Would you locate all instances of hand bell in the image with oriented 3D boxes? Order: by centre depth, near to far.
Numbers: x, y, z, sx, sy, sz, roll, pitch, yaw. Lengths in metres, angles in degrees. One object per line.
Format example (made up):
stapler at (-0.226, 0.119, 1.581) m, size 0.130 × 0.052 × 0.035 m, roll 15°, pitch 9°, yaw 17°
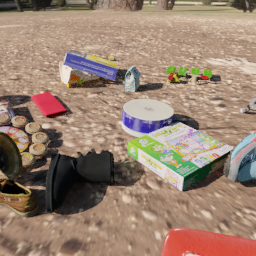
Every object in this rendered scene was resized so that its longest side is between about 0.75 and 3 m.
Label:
hand bell at (-3.587, 0.941, 6.266) m, size 2.085 × 1.086 × 1.086 m, roll -20°, pitch 27°, yaw 7°

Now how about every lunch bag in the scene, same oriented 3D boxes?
lunch bag at (0.185, -2.136, 12.036) m, size 0.586 × 0.961 × 0.818 m, roll 8°, pitch 28°, yaw 15°

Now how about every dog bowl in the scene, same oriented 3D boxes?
dog bowl at (0.621, -0.326, 8.856) m, size 1.620 × 0.638 × 1.620 m, roll 4°, pitch 28°, yaw -2°

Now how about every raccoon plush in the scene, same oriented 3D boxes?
raccoon plush at (4.520, -0.766, 9.840) m, size 0.632 × 0.456 × 0.943 m, roll 11°, pitch -14°, yaw -29°

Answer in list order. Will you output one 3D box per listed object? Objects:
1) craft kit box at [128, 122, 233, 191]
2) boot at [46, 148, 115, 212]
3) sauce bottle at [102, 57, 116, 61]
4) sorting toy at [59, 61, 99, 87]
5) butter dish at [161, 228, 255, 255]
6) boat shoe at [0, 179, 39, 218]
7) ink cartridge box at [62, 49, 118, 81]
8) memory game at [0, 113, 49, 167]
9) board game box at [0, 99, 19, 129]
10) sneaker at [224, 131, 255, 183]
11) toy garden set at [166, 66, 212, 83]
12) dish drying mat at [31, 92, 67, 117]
craft kit box at (1.377, 0.618, 7.425) m, size 2.011 × 0.488 × 1.986 m, roll -21°, pitch 32°, yaw -34°
boot at (-1.030, 1.108, 6.326) m, size 1.485 × 0.671 × 1.813 m, roll 1°, pitch 28°, yaw -8°
sauce bottle at (-1.126, -4.071, 16.439) m, size 0.787 × 0.255 × 0.255 m, roll 3°, pitch 28°, yaw 3°
sorting toy at (-2.182, -2.431, 12.836) m, size 1.528 × 0.907 × 1.698 m, roll -6°, pitch 26°, yaw -28°
butter dish at (1.250, 2.282, 3.538) m, size 1.726 × 1.280 × 1.731 m, roll 5°, pitch 70°, yaw 16°
boat shoe at (-2.563, 1.325, 5.953) m, size 1.610 × 0.547 × 0.579 m, roll 12°, pitch 30°, yaw 21°
ink cartridge box at (-1.717, -3.058, 13.294) m, size 2.443 × 0.581 × 2.472 m, roll 15°, pitch 17°, yaw -11°
memory game at (-3.328, 0.302, 7.533) m, size 2.413 × 0.154 × 2.413 m, roll 12°, pitch 33°, yaw -8°
board game box at (-4.530, -0.275, 9.120) m, size 1.555 × 0.397 × 2.295 m, roll -14°, pitch 31°, yaw -25°
sneaker at (3.623, 0.773, 6.377) m, size 2.913 × 1.155 × 1.392 m, roll -10°, pitch 31°, yaw -17°
toy garden set at (2.844, -2.440, 13.245) m, size 2.110 × 0.421 × 1.759 m, roll 8°, pitch 27°, yaw 13°
dish drying mat at (-3.006, -0.891, 10.535) m, size 0.797 × 0.189 × 2.075 m, roll -17°, pitch 33°, yaw -27°
